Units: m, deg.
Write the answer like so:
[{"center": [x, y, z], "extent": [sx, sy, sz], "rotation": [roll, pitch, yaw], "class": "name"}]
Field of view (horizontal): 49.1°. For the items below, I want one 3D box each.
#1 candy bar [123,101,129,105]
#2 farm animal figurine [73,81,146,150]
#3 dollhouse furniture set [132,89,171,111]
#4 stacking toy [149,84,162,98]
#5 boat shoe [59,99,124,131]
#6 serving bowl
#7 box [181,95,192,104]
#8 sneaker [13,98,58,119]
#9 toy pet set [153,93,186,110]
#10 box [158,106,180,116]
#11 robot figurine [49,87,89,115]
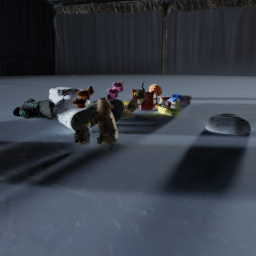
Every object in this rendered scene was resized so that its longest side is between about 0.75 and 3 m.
[{"center": [0.029, -1.458, 16.639], "extent": [1.817, 0.201, 0.453], "rotation": [5, 17, 19], "class": "candy bar"}, {"center": [-0.543, -0.415, 8.580], "extent": [2.123, 2.099, 1.107], "rotation": [6, 10, 7], "class": "farm animal figurine"}, {"center": [1.578, -1.657, 15.694], "extent": [2.533, 1.030, 1.363], "rotation": [-5, 15, -21], "class": "dollhouse furniture set"}, {"center": [1.795, -2.390, 19.486], "extent": [0.978, 0.978, 1.338], "rotation": [5, 31, 19], "class": "stacking toy"}, {"center": [-1.344, -0.616, 11.448], "extent": [0.964, 1.108, 3.007], "rotation": [18, 29, 39], "class": "boat shoe"}, {"center": [3.916, -0.231, 10.929], "extent": [1.682, 0.553, 1.682], "rotation": [-1, 14, 0], "class": "serving bowl"}, {"center": [3.416, -1.732, 17.098], "extent": [0.805, 0.515, 0.439], "rotation": [-2, 14, -8], "class": "box"}, {"center": [-4.183, -0.738, 12.659], "extent": [2.638, 0.995, 1.046], "rotation": [4, 27, 41], "class": "sneaker"}, {"center": [2.373, -1.536, 15.547], "extent": [1.588, 0.843, 1.483], "rotation": [-7, 17, -22], "class": "toy pet set"}, {"center": [2.025, -0.857, 13.969], "extent": [0.471, 0.313, 1.251], "rotation": [-7, 16, -26], "class": "box"}, {"center": [-2.783, -1.230, 13.217], "extent": [2.425, 1.370, 2.057], "rotation": [12, -15, 41], "class": "robot figurine"}]
